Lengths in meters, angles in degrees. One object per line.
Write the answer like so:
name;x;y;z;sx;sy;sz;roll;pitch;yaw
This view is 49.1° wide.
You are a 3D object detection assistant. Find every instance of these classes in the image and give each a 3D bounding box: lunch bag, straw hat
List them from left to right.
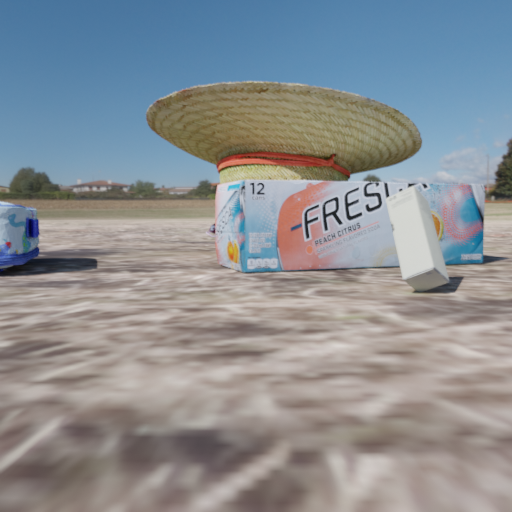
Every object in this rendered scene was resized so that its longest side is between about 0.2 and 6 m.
lunch bag;-3.702;-0.266;7.133;1.784;0.915;2.220;-3;5;-17
straw hat;0.460;-1.016;9.284;4.739;2.006;4.739;5;-4;0

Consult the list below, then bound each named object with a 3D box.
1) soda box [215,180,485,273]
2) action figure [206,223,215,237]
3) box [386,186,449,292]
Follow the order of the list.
soda box;1.330;-0.446;7.842;3.679;1.170;1.258;-2;5;-20
action figure;-1.026;-0.689;16.408;0.551;0.613;0.823;35;-5;15
box;1.518;-0.162;5.310;0.320;0.935;0.384;-25;-39;31
